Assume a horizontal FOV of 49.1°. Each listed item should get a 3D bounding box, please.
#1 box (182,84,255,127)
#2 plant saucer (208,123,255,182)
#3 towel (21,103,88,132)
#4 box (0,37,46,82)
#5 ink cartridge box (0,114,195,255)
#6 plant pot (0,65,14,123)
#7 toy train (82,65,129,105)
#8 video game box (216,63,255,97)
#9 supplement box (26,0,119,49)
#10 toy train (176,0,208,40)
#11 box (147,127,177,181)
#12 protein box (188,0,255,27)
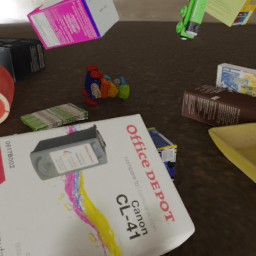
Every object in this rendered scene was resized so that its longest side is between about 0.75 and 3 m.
[{"bbox_3d":[2.897,-0.556,8.252,1.182,0.884,2.360,-21,34,-39],"label":"box"},{"bbox_3d":[3.471,0.689,5.833,2.703,0.655,2.704,-6,26,-14],"label":"plant saucer"},{"bbox_3d":[-2.225,-0.318,8.539,1.691,0.260,1.262,-21,30,-33],"label":"towel"},{"bbox_3d":[-5.762,-3.315,13.281,2.585,1.544,2.629,7,26,15],"label":"box"},{"bbox_3d":[-0.776,1.009,3.727,2.613,1.119,1.928,-12,60,-21],"label":"ink cartridge box"},{"bbox_3d":[-4.196,-0.931,8.318,1.699,1.699,1.503,-10,37,-21],"label":"plant pot"},{"bbox_3d":[-0.632,-1.310,9.772,1.548,1.133,2.676,6,22,-20],"label":"toy train"},{"bbox_3d":[3.470,-1.132,8.734,0.378,1.473,1.616,-22,32,-28],"label":"video game box"},{"bbox_3d":[-1.476,-2.955,7.473,2.094,1.082,1.060,2,43,33],"label":"supplement box"},{"bbox_3d":[1.349,-2.591,5.063,0.409,1.961,0.553,7,18,-20],"label":"toy train"},{"bbox_3d":[-0.466,0.757,5.418,2.731,0.878,0.957,-10,27,-22],"label":"box"},{"bbox_3d":[2.438,-3.458,6.641,1.446,1.457,0.983,42,43,21],"label":"protein box"}]
